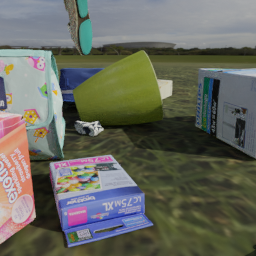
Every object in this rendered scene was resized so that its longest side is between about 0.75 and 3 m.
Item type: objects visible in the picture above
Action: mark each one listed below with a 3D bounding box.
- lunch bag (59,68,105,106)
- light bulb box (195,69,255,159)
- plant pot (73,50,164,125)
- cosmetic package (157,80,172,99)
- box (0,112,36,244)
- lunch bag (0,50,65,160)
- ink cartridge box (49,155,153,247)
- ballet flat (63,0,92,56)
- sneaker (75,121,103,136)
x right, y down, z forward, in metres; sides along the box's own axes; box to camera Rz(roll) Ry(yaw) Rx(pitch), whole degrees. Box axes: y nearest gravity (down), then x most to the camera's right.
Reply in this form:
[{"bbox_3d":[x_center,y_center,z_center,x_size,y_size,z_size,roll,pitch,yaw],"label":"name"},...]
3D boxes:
[{"bbox_3d":[-1.379,-1.324,9.979,2.049,1.356,1.392,1,-1,6],"label":"lunch bag"},{"bbox_3d":[3.338,-0.551,6.626,2.584,1.627,2.607,-4,16,-14],"label":"light bulb box"},{"bbox_3d":[-0.356,-0.866,7.826,2.150,2.011,2.011,-18,17,-3],"label":"plant pot"},{"bbox_3d":[1.152,-1.666,12.285,1.050,0.709,1.996,7,17,24],"label":"cosmetic package"},{"bbox_3d":[-2.635,0.478,3.388,2.764,1.418,1.308,9,18,26],"label":"box"},{"bbox_3d":[-2.103,-0.399,4.863,1.875,2.201,1.342,-1,52,-7],"label":"lunch bag"},{"bbox_3d":[-0.482,0.877,3.960,1.074,0.378,1.799,-6,19,-19],"label":"ink cartridge box"},{"bbox_3d":[-0.749,-1.632,4.137,0.345,1.107,0.373,22,44,23],"label":"ballet flat"},{"bbox_3d":[-0.969,-0.029,7.232,0.771,0.308,0.501,12,18,35],"label":"sneaker"}]
